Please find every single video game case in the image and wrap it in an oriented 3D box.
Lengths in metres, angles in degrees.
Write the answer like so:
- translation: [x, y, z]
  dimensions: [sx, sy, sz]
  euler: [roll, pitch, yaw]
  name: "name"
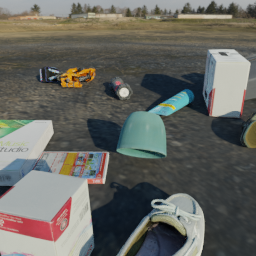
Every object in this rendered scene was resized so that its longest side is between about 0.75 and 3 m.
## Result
- translation: [-1.457, 0.974, 7.099]
  dimensions: [1.852, 0.162, 1.324]
  euler: [0, 23, 1]
  name: "video game case"

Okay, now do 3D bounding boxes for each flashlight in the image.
- translation: [-0.338, -1.910, 12.972]
  dimensions: [0.727, 0.730, 2.148]
  euler: [20, 18, -18]
  name: "flashlight"

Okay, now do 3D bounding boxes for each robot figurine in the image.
- translation: [-2.633, -2.657, 14.598]
  dimensions: [1.791, 0.719, 2.471]
  euler: [4, 23, 12]
  name: "robot figurine"

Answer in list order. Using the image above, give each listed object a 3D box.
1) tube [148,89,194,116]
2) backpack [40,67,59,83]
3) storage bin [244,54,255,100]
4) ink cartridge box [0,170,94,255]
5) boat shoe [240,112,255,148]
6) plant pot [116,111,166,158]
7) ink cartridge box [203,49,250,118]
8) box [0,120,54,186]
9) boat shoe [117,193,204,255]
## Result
- translation: [1.768, -0.916, 11.013]
  dimensions: [0.897, 0.584, 2.318]
  euler: [4, 25, 43]
  name: "tube"
- translation: [-4.121, -2.812, 14.889]
  dimensions: [0.621, 0.843, 0.924]
  euler: [-4, 3, 38]
  name: "backpack"
- translation: [5.857, -2.128, 12.312]
  dimensions: [2.450, 1.783, 1.646]
  euler: [-12, 35, 20]
  name: "storage bin"
- translation: [-1.212, 1.556, 4.238]
  dimensions: [1.031, 1.425, 1.036]
  euler: [5, 24, 17]
  name: "ink cartridge box"
- translation: [3.900, 0.026, 8.719]
  dimensions: [1.994, 0.712, 0.655]
  euler: [-38, 14, -37]
  name: "boat shoe"
- translation: [0.387, 0.164, 7.180]
  dimensions: [1.264, 1.015, 1.264]
  euler: [6, -14, 2]
  name: "plant pot"
- translation: [3.801, -1.889, 11.198]
  dimensions: [1.198, 2.065, 2.862]
  euler: [4, 24, 9]
  name: "ink cartridge box"
- translation: [-3.415, 0.542, 7.630]
  dimensions: [2.062, 0.519, 2.857]
  euler: [0, 24, 0]
  name: "box"
- translation: [0.509, 1.791, 4.357]
  dimensions: [1.013, 0.881, 2.748]
  euler: [16, 28, 31]
  name: "boat shoe"
